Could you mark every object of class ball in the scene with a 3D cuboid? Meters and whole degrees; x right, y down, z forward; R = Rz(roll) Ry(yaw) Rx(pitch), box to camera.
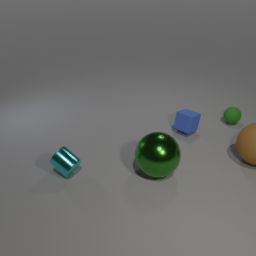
[{"bbox_3d":[4.306,-0.532,11.545,0.700,0.700,0.700,0,30,0],"label":"ball"},{"bbox_3d":[0.908,0.813,8.566,1.400,1.400,1.400,0,30,0],"label":"ball"},{"bbox_3d":[4.236,0.510,9.018,1.400,1.400,1.400,0,30,0],"label":"ball"}]

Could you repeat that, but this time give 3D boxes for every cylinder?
[{"bbox_3d":[-1.925,1.039,8.647,0.700,0.700,0.700,39,40,6],"label":"cylinder"}]

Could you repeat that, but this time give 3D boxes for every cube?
[{"bbox_3d":[2.292,-0.276,10.849,0.700,0.700,0.700,25,28,36],"label":"cube"}]
